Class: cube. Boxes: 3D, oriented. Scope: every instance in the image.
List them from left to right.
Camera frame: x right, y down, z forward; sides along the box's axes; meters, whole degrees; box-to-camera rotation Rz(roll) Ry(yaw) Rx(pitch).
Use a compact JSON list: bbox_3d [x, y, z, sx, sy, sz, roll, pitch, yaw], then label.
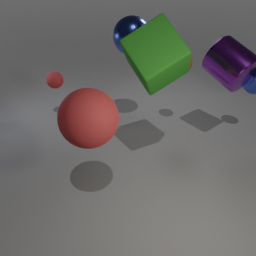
[{"bbox_3d":[0.799,-2.016,7.946,1.400,1.400,1.400,-32,77,3],"label":"cube"}]

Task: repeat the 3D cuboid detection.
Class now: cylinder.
[{"bbox_3d":[3.528,-2.189,9.601,1.400,1.400,1.400,-24,61,-34],"label":"cylinder"},{"bbox_3d":[4.734,-1.729,10.365,0.700,0.700,0.700,4,61,-7],"label":"cylinder"}]

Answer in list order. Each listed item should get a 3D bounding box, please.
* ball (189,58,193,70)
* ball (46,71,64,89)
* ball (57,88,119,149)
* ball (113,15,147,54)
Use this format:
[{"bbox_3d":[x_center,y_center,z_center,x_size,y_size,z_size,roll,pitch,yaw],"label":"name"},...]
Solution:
[{"bbox_3d":[2.036,-2.406,10.393,0.700,0.700,0.700,0,31,0],"label":"ball"},{"bbox_3d":[-3.033,-1.989,11.621,0.700,0.700,0.700,0,31,0],"label":"ball"},{"bbox_3d":[-0.911,-0.221,6.447,1.400,1.400,1.400,0,31,0],"label":"ball"},{"bbox_3d":[0.148,-3.346,10.186,1.400,1.400,1.400,0,31,0],"label":"ball"}]
